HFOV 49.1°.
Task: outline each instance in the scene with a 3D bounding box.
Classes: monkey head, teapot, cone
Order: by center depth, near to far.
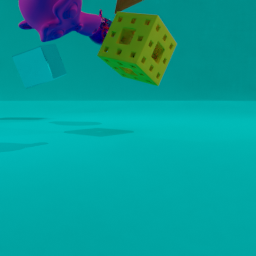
[{"bbox_3d":[-0.993,-1.816,4.154,1.108,0.928,1.540,-7,-29,-51],"label":"monkey head"},{"bbox_3d":[0.073,-3.794,7.855,1.430,1.435,1.430,38,15,-12],"label":"cone"},{"bbox_3d":[-0.774,-3.003,8.451,0.909,1.461,0.716,3,-39,-24],"label":"teapot"}]

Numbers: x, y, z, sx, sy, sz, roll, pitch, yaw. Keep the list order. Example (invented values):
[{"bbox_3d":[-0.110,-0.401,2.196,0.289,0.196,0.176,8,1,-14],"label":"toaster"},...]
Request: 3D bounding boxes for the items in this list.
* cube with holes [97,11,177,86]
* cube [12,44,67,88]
[{"bbox_3d":[0.222,-1.734,6.181,1.075,1.075,1.075,21,-4,34],"label":"cube with holes"},{"bbox_3d":[-3.263,-2.336,10.485,1.235,1.235,1.235,-13,17,17],"label":"cube"}]
